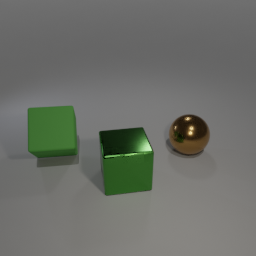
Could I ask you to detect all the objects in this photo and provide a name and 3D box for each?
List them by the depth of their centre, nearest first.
[{"bbox_3d":[-0.087,0.955,8.360,1.400,1.400,1.400,-5,31,-8],"label":"cube"},{"bbox_3d":[-2.429,0.159,9.220,1.400,1.400,1.400,-4,-13,-8],"label":"cube"},{"bbox_3d":[2.114,0.221,9.693,1.400,1.400,1.400,0,29,0],"label":"ball"}]
